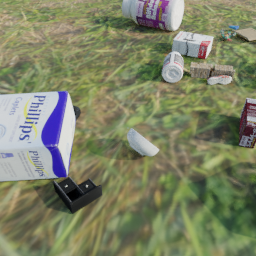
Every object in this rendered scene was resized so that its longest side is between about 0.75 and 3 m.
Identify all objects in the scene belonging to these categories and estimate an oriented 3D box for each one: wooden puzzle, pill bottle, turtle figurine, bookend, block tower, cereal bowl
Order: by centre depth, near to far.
[{"bbox_3d":[-1.146,1.386,6.406,0.813,0.375,0.808,-26,46,-29],"label":"bookend"},{"bbox_3d":[0.335,0.433,7.265,0.937,0.937,0.390,37,90,37],"label":"cereal bowl"},{"bbox_3d":[3.185,-2.156,10.678,1.623,0.438,0.469,9,41,10],"label":"block tower"},{"bbox_3d":[1.729,-2.381,10.694,0.770,0.770,1.391,7,39,8],"label":"pill bottle"},{"bbox_3d":[4.743,-4.471,13.478,0.730,0.491,0.975,20,27,4],"label":"turtle figurine"},{"bbox_3d":[6.038,-4.586,13.831,1.465,0.254,2.171,-6,40,-14],"label":"wooden puzzle"},{"bbox_3d":[1.247,-6.147,14.572,2.981,1.673,1.673,19,43,22],"label":"pill bottle"}]

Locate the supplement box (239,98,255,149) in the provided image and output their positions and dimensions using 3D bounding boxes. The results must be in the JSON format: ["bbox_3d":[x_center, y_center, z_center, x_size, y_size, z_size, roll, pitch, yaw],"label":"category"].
[{"bbox_3d":[3.480,-0.163,7.993,0.424,0.758,1.393,13,42,14],"label":"supplement box"}]

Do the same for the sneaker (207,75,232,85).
[{"bbox_3d":[3.364,-1.836,10.382,0.913,0.352,0.374,-2,33,-4],"label":"sneaker"}]

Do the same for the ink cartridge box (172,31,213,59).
[{"bbox_3d":[2.841,-3.680,12.373,1.544,0.646,1.114,16,42,19],"label":"ink cartridge box"}]

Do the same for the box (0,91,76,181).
[{"bbox_3d":[-2.631,0.157,7.104,2.295,1.204,2.110,-3,43,0],"label":"box"}]

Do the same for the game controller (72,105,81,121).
[{"bbox_3d":[-2.378,-0.467,8.774,1.730,0.364,0.902,12,55,15],"label":"game controller"}]
